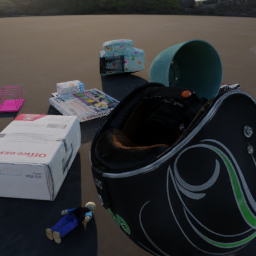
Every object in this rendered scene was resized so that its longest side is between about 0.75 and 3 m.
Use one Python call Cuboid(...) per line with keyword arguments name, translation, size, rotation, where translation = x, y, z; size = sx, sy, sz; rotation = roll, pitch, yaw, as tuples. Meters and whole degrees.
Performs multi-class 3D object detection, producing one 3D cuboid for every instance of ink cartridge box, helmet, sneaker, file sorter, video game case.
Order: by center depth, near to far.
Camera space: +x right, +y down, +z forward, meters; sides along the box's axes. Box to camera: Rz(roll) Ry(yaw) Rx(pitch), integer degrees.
Cuboid(name="helmet", translation=(1.052, 0.753, 4.796), size=(2.952, 2.815, 2.952), rotation=(-28, 30, 18))
Cuboid(name="ink cartridge box", translation=(-2.337, 0.604, 7.027), size=(1.767, 1.029, 2.427), rotation=(3, 26, 5))
Cuboid(name="file sorter", translation=(-4.558, -1.147, 10.815), size=(0.768, 0.693, 1.105), rotation=(-3, 27, -6))
Cuboid(name="video game case", translation=(-1.625, -0.921, 10.856), size=(2.133, 0.269, 2.341), rotation=(-17, 31, -30))
Cuboid(name="sneaker", translation=(3.794, -1.518, 11.692), size=(1.087, 0.712, 1.882), rotation=(19, 22, 41))
Cuboid(name="ink cartridge box", translation=(-2.609, -1.690, 12.159), size=(1.281, 0.434, 0.737), rotation=(-16, 31, -29))

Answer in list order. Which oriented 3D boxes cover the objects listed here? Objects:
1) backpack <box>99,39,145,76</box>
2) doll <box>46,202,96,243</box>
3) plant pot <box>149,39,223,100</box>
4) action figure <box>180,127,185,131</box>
Cuboid(name="backpack", translation=(-0.287, -3.665, 14.593), size=(2.363, 1.811, 2.077), rotation=(1, 21, -7))
Cuboid(name="doll", translation=(-1.070, 1.782, 5.526), size=(0.754, 0.268, 1.106), rotation=(3, 21, 40))
Cuboid(name="plant pot", translation=(1.993, -2.021, 10.795), size=(2.512, 2.512, 2.016), rotation=(-13, 16, -24))
Cuboid(name="action figure", translation=(1.253, 0.191, 8.595), size=(1.072, 0.718, 0.798), rotation=(0, 67, 25))
